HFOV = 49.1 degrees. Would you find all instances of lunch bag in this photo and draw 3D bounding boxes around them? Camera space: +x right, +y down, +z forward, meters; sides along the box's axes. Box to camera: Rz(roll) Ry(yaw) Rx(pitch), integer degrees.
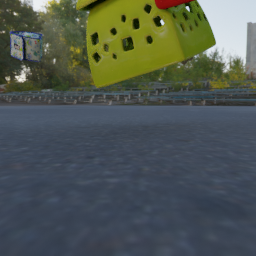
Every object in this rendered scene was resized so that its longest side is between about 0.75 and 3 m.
[{"bbox_3d":[-2.731,-2.192,7.505,0.806,0.685,0.514,7,33,-10],"label":"lunch bag"}]

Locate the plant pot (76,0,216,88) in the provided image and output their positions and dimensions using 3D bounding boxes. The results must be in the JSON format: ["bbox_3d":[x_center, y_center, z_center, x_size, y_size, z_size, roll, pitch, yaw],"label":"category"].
[{"bbox_3d":[0.460,-2.953,7.843,2.873,2.620,2.888,-10,16,35],"label":"plant pot"}]

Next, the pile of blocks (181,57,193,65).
[{"bbox_3d":[1.981,-2.875,9.545,0.446,1.436,0.589,-2,8,-34],"label":"pile of blocks"}]

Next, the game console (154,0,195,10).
[{"bbox_3d":[1.429,-3.523,5.761,1.881,1.621,1.116,-5,23,29],"label":"game console"}]
